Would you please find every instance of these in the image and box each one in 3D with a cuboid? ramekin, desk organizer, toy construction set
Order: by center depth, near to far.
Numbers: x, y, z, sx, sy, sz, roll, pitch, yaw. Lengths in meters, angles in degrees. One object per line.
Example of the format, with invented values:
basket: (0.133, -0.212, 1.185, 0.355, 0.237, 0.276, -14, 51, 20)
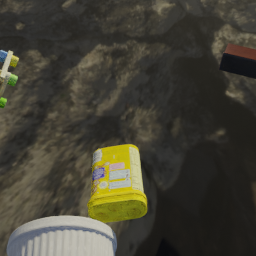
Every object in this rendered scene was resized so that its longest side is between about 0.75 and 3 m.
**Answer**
ramekin: (-1.130, 2.441, 4.809, 1.924, 1.924, 1.010, -5, 44, -3)
toy construction set: (-2.735, -0.458, 5.104, 1.111, 1.581, 2.411, 28, 22, -16)
desk organizer: (3.578, -1.887, 8.100, 1.660, 0.595, 0.639, 19, 50, 17)

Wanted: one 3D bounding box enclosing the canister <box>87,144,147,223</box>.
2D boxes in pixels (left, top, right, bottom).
canister: (-0.228, 1.101, 5.881, 1.132, 0.660, 1.524, -9, 40, 4)
